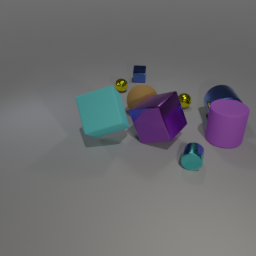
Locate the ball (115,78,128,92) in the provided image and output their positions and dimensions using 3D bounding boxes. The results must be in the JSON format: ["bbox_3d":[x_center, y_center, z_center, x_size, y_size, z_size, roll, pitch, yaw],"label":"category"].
[{"bbox_3d":[-0.357,-2.262,14.752,0.700,0.700,0.700,0,31,0],"label":"ball"}]

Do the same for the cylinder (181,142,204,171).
[{"bbox_3d":[2.181,0.953,9.411,0.700,0.700,0.700,9,32,15],"label":"cylinder"}]

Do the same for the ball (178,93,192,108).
[{"bbox_3d":[2.618,-1.284,13.099,0.700,0.700,0.700,0,31,0],"label":"ball"}]

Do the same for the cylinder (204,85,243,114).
[{"bbox_3d":[4.040,-0.931,11.859,1.400,1.400,1.400,1,31,2],"label":"cylinder"}]

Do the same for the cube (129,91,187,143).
[{"bbox_3d":[1.144,-0.393,10.497,1.400,1.400,1.400,-6,24,42],"label":"cube"}]

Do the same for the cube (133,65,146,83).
[{"bbox_3d":[0.662,-3.066,15.931,0.700,0.700,0.700,3,54,5],"label":"cube"}]

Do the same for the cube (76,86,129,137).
[{"bbox_3d":[-0.899,-0.551,10.291,1.400,1.400,1.400,-16,-9,8],"label":"cube"}]

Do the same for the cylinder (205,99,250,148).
[{"bbox_3d":[3.726,-0.181,10.602,1.400,1.400,1.400,0,32,0],"label":"cylinder"}]

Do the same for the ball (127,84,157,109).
[{"bbox_3d":[0.639,-1.229,12.377,1.400,1.400,1.400,0,31,0],"label":"ball"}]
